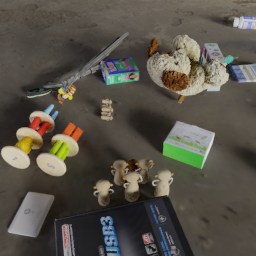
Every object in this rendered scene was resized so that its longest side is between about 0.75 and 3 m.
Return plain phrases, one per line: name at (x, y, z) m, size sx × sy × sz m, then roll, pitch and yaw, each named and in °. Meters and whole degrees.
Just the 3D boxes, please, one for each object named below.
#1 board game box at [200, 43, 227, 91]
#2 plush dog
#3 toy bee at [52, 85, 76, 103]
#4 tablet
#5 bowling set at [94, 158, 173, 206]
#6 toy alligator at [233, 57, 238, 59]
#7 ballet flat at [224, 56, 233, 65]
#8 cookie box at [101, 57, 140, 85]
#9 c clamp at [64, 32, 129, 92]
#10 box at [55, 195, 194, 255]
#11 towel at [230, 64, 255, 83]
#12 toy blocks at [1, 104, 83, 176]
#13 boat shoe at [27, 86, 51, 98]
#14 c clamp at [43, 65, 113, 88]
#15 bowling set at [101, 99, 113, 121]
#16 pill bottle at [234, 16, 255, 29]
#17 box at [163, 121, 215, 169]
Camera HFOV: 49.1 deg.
board game box at (3.626, -2.651, 12.124) m, size 0.582 × 1.337 × 1.812 m, roll 0°, pitch 41°, yaw 0°
plush dog at (1.712, -2.013, 10.060) m, size 2.421 × 2.261 × 2.819 m, roll 6°, pitch 38°, yaw -38°
toy bee at (-2.562, -1.292, 11.258) m, size 0.716 × 1.094 × 0.595 m, roll 15°, pitch 62°, yaw -35°
tablet at (-2.565, 2.274, 7.496) m, size 0.806 × 0.085 × 1.239 m, roll 7°, pitch 41°, yaw 8°
bowling set at (0.058, 1.236, 7.862) m, size 2.136 × 1.147 × 1.486 m, roll -6°, pitch 42°, yaw -8°
toy alligator at (5.059, -3.399, 13.843) m, size 0.780 × 0.231 × 0.212 m, roll 0°, pitch 83°, yaw -1°
ballet flat at (4.510, -3.224, 13.481) m, size 1.300 × 0.442 × 0.437 m, roll -26°, pitch 39°, yaw -28°
cookie box at (-0.374, -2.591, 12.631) m, size 1.499 × 0.563 × 1.282 m, roll -11°, pitch 44°, yaw -11°
c clamp at (-1.053, -2.405, 9.602) m, size 0.343 × 2.164 × 2.533 m, roll 48°, pitch 56°, yaw -12°
box at (-0.020, 3.095, 6.107) m, size 2.929 × 0.733 × 2.951 m, roll -8°, pitch 42°, yaw -10°
towel at (5.737, -2.495, 12.804) m, size 1.861 × 0.221 × 1.367 m, roll -3°, pitch 44°, yaw -1°
toy blocks at (-2.490, 0.208, 9.192) m, size 2.137 × 0.931 × 2.564 m, roll 9°, pitch 42°, yaw 11°
boat shoe at (-3.706, -1.569, 11.653) m, size 1.012 × 0.336 × 0.378 m, roll -16°, pitch 44°, yaw -18°
c clamp at (-2.288, -2.231, 11.958) m, size 2.555 × 0.346 × 2.183 m, roll -33°, pitch 32°, yaw -31°
bowling set at (-0.776, -0.699, 10.580) m, size 0.426 × 0.794 × 0.553 m, roll 5°, pitch 8°, yaw -4°
pill bottle at (7.015, -6.292, 16.732) m, size 1.250 × 0.700 × 0.700 m, roll 7°, pitch 42°, yaw 8°
box at (1.966, 0.498, 9.074) m, size 1.330 × 0.643 × 1.174 m, roll 18°, pitch 45°, yaw 20°
